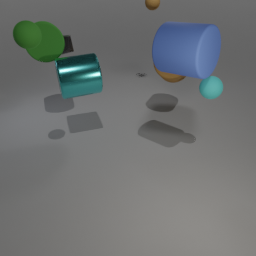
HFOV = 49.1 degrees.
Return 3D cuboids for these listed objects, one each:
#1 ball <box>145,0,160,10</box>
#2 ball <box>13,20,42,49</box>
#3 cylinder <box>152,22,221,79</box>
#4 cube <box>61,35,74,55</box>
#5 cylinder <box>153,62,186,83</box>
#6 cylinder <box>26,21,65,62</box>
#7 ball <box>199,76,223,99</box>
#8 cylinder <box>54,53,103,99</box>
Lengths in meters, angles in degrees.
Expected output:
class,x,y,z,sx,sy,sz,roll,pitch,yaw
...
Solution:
class,x,y,z,sx,sy,sz,roll,pitch,yaw
ball,1.134,-5.806,12.923,0.700,0.700,0.700,0,31,0
ball,-2.578,-2.384,7.178,0.700,0.700,0.700,0,31,0
cylinder,1.614,-2.157,7.728,1.400,1.400,1.400,20,36,36
cube,-2.878,-3.596,12.128,0.700,0.700,0.700,-26,29,-31
cylinder,1.853,-2.660,11.678,1.400,1.400,1.400,8,5,13
cylinder,-3.164,-3.288,10.600,1.400,1.400,1.400,-9,23,-14
ball,2.527,-1.229,8.527,0.700,0.700,0.700,0,31,0
cylinder,-1.723,-1.810,9.771,1.400,1.400,1.400,-12,33,-13
